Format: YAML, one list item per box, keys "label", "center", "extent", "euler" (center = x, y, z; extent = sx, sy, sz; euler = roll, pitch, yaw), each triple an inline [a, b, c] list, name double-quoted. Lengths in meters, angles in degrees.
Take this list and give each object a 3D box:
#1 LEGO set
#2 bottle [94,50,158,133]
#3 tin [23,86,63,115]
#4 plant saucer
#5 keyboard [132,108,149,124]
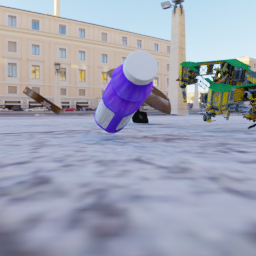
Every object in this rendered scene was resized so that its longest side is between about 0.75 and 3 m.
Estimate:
- label: "LEGO set"
  center: [2.205, -0.638, 6.578]
  extent: [1.885, 1.420, 2.451]
  euler: [-12, 31, -15]
- label: "bottle"
  center: [-0.053, -0.479, 4.140]
  extent: [0.576, 0.737, 1.765]
  euler: [37, -23, -1]
- label: "tin"
  center: [-2.667, -0.838, 8.796]
  extent: [1.356, 0.284, 0.759]
  euler: [36, -3, -38]
- label: "plant saucer"
  center: [0.474, -1.364, 9.582]
  extent: [2.619, 0.420, 2.619]
  euler: [30, 15, -9]
- label: "keyboard"
  center: [0.353, -0.440, 10.047]
  extent: [0.237, 0.621, 1.194]
  euler: [-16, -9, 28]
